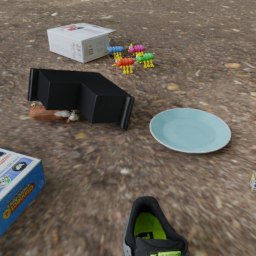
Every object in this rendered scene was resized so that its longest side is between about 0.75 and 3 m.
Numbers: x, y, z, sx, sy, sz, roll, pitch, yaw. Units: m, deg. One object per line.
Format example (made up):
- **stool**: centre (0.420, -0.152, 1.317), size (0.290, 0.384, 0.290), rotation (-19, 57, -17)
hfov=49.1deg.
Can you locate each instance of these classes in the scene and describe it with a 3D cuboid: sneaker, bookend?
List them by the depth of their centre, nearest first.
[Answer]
- **sneaker**: centre (0.386, 2.162, 3.820), size (1.039, 1.214, 2.930), rotation (-6, 34, -6)
- **bookend**: centre (-1.383, -0.816, 7.967), size (2.227, 1.032, 2.241), rotation (-4, 30, -36)

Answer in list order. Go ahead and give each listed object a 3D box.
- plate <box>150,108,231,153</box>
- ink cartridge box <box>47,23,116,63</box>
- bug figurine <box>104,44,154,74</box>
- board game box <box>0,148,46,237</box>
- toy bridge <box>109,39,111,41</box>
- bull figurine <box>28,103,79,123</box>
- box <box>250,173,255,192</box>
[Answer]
- **plate**: centre (1.693, 0.092, 7.783), size (2.197, 0.281, 2.197), rotation (0, 33, 0)
- **ink cartridge box**: centre (-2.159, -4.184, 13.466), size (2.550, 1.069, 2.239), rotation (27, 42, 34)
- **bug figurine**: centre (0.053, -3.223, 12.422), size (1.944, 0.645, 2.507), rotation (-9, 34, -14)
- **board game box**: centre (-3.497, 1.370, 5.431), size (2.620, 0.748, 2.676), rotation (12, 36, 19)
- **toy bridge**: centre (-1.279, -4.900, 15.415), size (0.842, 0.115, 0.283), rotation (13, 36, 19)
- **bull figurine**: centre (-2.221, -0.483, 8.393), size (1.454, 0.474, 0.883), rotation (0, 18, -22)
- **box**: centre (3.152, 1.229, 6.026), size (0.906, 0.318, 0.291), rotation (8, 31, 12)
